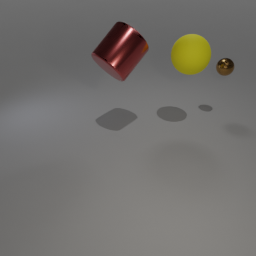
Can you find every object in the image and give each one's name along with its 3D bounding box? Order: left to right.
[{"bbox_3d":[-0.263,-2.515,9.311,1.400,1.400,1.400,-52,46,-4],"label":"cylinder"},{"bbox_3d":[2.231,-2.604,9.961,1.400,1.400,1.400,0,30,0],"label":"ball"},{"bbox_3d":[3.881,-2.438,11.185,0.700,0.700,0.700,0,30,0],"label":"ball"}]
